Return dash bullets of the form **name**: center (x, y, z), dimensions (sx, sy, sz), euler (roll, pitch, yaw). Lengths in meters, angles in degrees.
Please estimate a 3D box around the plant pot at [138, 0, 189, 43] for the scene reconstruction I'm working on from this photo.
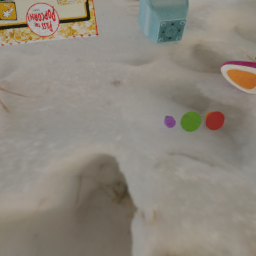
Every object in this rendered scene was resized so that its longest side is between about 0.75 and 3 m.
- **plant pot**: center (1.323, -3.923, 9.937), dimensions (1.581, 1.577, 1.611), euler (-8, 59, -7)

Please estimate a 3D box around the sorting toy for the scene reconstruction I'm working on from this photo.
- **sorting toy**: center (1.646, -0.249, 7.179), dimensions (1.527, 0.530, 0.526), euler (-3, 23, -5)

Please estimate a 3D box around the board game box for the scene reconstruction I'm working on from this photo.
- **board game box**: center (-1.856, -3.202, 5.509), dimensions (2.188, 2.888, 0.669), euler (-8, 21, -7)

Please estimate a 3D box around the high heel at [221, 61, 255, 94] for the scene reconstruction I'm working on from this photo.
- **high heel**: center (4.045, -1.647, 8.006), dimensions (2.739, 0.923, 1.314), euler (15, 58, 7)
